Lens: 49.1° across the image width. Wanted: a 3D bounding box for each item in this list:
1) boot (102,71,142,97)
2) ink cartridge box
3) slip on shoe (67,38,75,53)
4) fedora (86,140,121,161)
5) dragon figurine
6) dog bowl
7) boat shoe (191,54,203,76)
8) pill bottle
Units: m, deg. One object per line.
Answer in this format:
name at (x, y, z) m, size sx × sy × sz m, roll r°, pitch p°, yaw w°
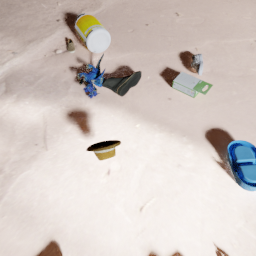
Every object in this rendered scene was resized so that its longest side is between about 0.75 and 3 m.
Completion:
boot at (-0.268, -2.274, 13.026) m, size 1.183 × 0.662 × 1.710 m, roll 28°, pitch 53°, yaw 28°
ink cartridge box at (2.919, -1.886, 12.740) m, size 1.627 × 0.483 × 0.845 m, roll 29°, pitch 55°, yaw 23°
slip on shoe at (-3.071, -4.437, 15.112) m, size 0.407 × 0.324 × 1.071 m, roll -6°, pitch 49°, yaw -5°
fedora at (-0.786, 0.776, 9.453) m, size 1.285 × 0.524 × 1.285 m, roll -11°, pitch 9°, yaw 2°
dragon figurine at (-1.446, -2.383, 12.998) m, size 1.292 × 0.765 × 2.599 m, roll 23°, pitch 53°, yaw 20°
dog bowl at (4.166, 1.337, 9.883) m, size 1.105 × 0.492 × 1.983 m, roll -4°, pitch 49°, yaw -3°
boat shoe at (3.395, -3.121, 13.832) m, size 0.554 × 0.624 × 1.696 m, roll 3°, pitch 38°, yaw 8°
pill bottle at (-2.001, -5.201, 15.092) m, size 1.364 × 1.364 × 2.497 m, roll -21°, pitch 52°, yaw -18°
